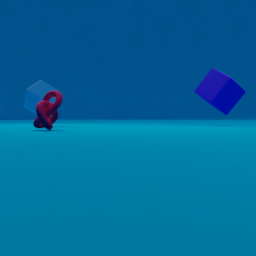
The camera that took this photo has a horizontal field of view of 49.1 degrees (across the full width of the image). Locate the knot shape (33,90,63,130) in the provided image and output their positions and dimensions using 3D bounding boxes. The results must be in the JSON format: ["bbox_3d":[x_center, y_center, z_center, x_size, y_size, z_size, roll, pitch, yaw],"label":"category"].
[{"bbox_3d":[-1.971,-0.358,6.819,0.501,1.084,1.014,20,19,-10],"label":"knot shape"}]

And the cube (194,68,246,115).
[{"bbox_3d":[3.833,-1.526,11.736,1.240,1.240,1.240,28,14,-35],"label":"cube"}]

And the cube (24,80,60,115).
[{"bbox_3d":[-3.466,-1.163,11.250,0.941,0.941,0.941,30,41,4],"label":"cube"}]
